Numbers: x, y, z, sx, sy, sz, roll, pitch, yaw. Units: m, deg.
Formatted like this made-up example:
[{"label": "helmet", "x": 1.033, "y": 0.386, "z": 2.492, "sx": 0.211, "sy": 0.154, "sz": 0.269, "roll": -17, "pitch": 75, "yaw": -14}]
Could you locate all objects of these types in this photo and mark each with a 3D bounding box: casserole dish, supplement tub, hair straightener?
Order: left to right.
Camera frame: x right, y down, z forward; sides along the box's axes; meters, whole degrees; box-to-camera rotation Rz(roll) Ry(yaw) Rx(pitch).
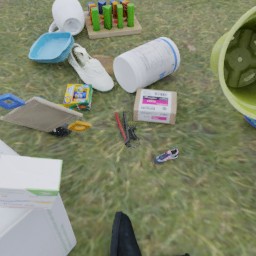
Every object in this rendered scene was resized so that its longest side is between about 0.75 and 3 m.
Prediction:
[{"label": "casserole dish", "x": -2.956, "y": -3.107, "z": 10.966, "sx": 2.261, "sy": 0.439, "sz": 1.369, "roll": 11, "pitch": 67, "yaw": 36}, {"label": "hair straightener", "x": 0.038, "y": 0.025, "z": 8.580, "sx": 0.578, "sy": 0.307, "sz": 1.501, "roll": -11, "pitch": 48, "yaw": -11}, {"label": "supplement tub", "x": 0.690, "y": -2.278, "z": 10.027, "sx": 2.106, "sy": 1.389, "sz": 1.389, "roll": -31, "pitch": 54, "yaw": -25}]

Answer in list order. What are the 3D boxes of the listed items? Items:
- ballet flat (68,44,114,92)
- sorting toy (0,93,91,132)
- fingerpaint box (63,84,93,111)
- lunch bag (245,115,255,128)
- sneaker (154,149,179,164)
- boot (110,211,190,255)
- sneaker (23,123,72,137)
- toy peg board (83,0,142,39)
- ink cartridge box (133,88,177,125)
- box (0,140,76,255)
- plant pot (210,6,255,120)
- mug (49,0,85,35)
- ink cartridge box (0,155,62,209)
[{"label": "ballet flat", "x": -1.493, "y": -2.329, "z": 10.427, "sx": 0.937, "sy": 0.937, "sz": 2.698, "roll": -27, "pitch": 53, "yaw": -24}, {"label": "sorting toy", "x": -1.532, "y": -0.266, "z": 5.040, "sx": 1.103, "sy": 1.959, "sz": 0.267, "roll": -19, "pitch": 65, "yaw": 32}, {"label": "fingerpaint box", "x": -1.685, "y": -1.061, "z": 9.566, "sx": 0.854, "sy": 0.376, "sz": 1.024, "roll": 1, "pitch": 46, "yaw": 1}, {"label": "lunch bag", "x": 4.825, "y": -0.261, "z": 8.431, "sx": 1.780, "sy": 0.913, "sz": 2.214, "roll": -26, "pitch": 52, "yaw": -24}, {"label": "sneaker", "x": 1.076, "y": 0.765, "z": 7.877, "sx": 0.755, "sy": 0.310, "sz": 0.265, "roll": -19, "pitch": 49, "yaw": -17}, {"label": "boot", "x": 0.449, "y": 2.735, "z": 5.711, "sx": 1.654, "sy": 0.747, "sz": 2.019, "roll": 0, "pitch": 54, "yaw": 3}, {"label": "sneaker", "x": -2.519, "y": -0.332, "z": 8.690, "sx": 1.934, "sy": 0.643, "sz": 0.875, "roll": 15, "pitch": 51, "yaw": 16}, {"label": "toy peg board", "x": -0.816, "y": -5.441, "z": 13.153, "sx": 2.462, "sy": 1.204, "sz": 2.451, "roll": -9, "pitch": 47, "yaw": -9}, {"label": "ink cartridge box", "x": 0.893, "y": -0.720, "z": 9.151, "sx": 1.357, "sy": 0.510, "sz": 1.118, "roll": 5, "pitch": 46, "yaw": 4}, {"label": "box", "x": -2.718, "y": 1.960, "z": 5.190, "sx": 2.186, "sy": 2.540, "sz": 2.552, "roll": 31, "pitch": 54, "yaw": 26}, {"label": "plant pot", "x": 2.814, "y": -1.491, "z": 6.174, "sx": 2.270, "sy": 2.270, "sz": 2.087, "roll": 0, "pitch": 16, "yaw": 0}, {"label": "mug", "x": -2.813, "y": -4.804, "z": 12.605, "sx": 1.844, "sy": 1.361, "sz": 1.616, "roll": -33, "pitch": 49, "yaw": 12}, {"label": "ink cartridge box", "x": -1.299, "y": 0.787, "z": 3.677, "sx": 0.712, "sy": 1.216, "sz": 0.409, "roll": 7, "pitch": 61, "yaw": -17}]
